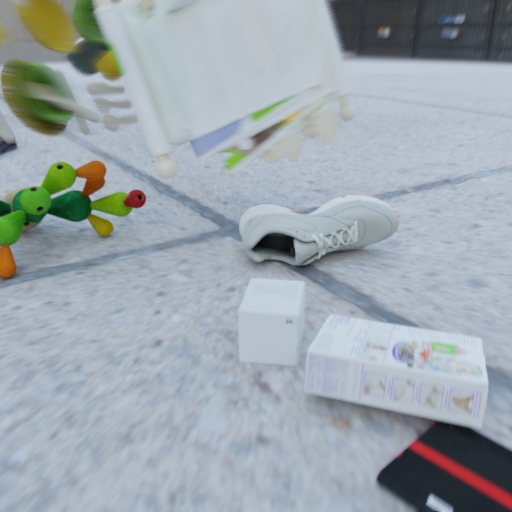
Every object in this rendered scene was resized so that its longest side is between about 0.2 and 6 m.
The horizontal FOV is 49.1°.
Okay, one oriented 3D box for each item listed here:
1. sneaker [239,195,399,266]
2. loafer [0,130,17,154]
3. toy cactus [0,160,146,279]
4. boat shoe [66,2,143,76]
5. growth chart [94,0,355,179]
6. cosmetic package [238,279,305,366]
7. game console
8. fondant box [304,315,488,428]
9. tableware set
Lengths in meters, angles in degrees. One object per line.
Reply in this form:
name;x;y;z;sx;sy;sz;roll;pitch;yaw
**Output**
sneaker;0.940;-0.248;8.359;2.416;0.915;1.111;-6;30;5
loafer;-6.952;-2.924;14.717;0.637;0.558;1.772;4;24;9
toy cactus;-3.528;-0.651;8.886;3.101;1.586;2.559;-17;10;-29
boat shoe;-2.423;-3.889;9.822;2.197;0.810;0.705;-17;42;35
growth chart;-0.118;-2.460;7.354;3.795;2.746;0.337;-27;23;-34
cosmetic package;0.188;0.713;6.196;0.654;0.658;0.786;4;24;8
game console;1.705;1.795;4.347;1.066;0.187;1.205;-23;32;-38
fondant box;1.358;1.052;5.436;1.577;0.459;1.138;7;14;18
tableware set;-2.599;-2.714;7.493;0.497;2.180;3.236;-20;9;24
